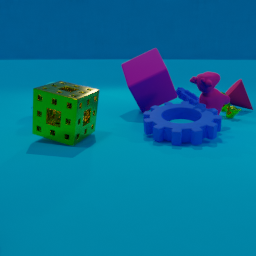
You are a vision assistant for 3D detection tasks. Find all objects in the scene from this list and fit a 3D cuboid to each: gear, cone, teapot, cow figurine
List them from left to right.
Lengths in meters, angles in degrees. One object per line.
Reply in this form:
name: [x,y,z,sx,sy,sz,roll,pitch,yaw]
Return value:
teapot: [-2.591,-1.036,9.719,1.703,1.059,0.834,-15,62,-32]
gear: [1.356,-0.174,7.141,1.917,0.354,1.917,-3,26,2]
gear: [2.325,-1.115,10.488,1.189,0.220,1.189,25,25,-13]
cow figurine: [2.241,-0.834,7.905,1.400,1.423,0.781,12,9,-38]
cow figurine: [3.190,-0.758,9.116,0.510,0.929,0.914,-4,-5,-37]
cone: [4.113,-1.002,10.138,1.092,1.088,1.088,41,21,2]

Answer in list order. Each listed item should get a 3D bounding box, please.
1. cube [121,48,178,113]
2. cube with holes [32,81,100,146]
cube: [0.731,-1.629,9.671,1.354,1.354,1.354,-24,46,9]
cube with holes: [-1.483,-0.400,6.760,1.118,1.118,1.118,15,22,15]
